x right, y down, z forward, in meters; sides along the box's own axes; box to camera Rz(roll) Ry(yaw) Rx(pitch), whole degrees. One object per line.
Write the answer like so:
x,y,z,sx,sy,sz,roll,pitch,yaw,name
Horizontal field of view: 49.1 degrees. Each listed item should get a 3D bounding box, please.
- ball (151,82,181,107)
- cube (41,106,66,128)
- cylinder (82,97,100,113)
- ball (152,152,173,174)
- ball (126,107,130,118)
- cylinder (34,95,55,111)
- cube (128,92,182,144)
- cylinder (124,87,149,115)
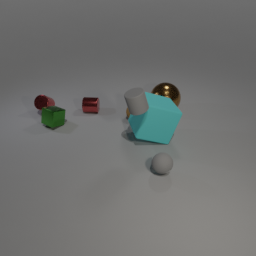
1.698,-1.370,12.770,1.400,1.400,1.400,0,31,0,ball
-3.159,-0.494,11.850,0.700,0.700,0.700,19,21,29,cube
-1.713,-1.071,12.969,0.700,0.700,0.700,2,31,4,cylinder
1.118,1.143,9.109,0.700,0.700,0.700,0,31,0,ball
0.266,-0.713,12.370,0.700,0.700,0.700,0,31,0,ball
-3.812,-1.124,12.821,0.700,0.700,0.700,7,-3,12,cylinder
0.998,-0.409,10.796,1.400,1.400,1.400,12,26,-20,cube
0.290,-0.900,9.448,0.700,0.700,0.700,-13,33,9,cylinder
